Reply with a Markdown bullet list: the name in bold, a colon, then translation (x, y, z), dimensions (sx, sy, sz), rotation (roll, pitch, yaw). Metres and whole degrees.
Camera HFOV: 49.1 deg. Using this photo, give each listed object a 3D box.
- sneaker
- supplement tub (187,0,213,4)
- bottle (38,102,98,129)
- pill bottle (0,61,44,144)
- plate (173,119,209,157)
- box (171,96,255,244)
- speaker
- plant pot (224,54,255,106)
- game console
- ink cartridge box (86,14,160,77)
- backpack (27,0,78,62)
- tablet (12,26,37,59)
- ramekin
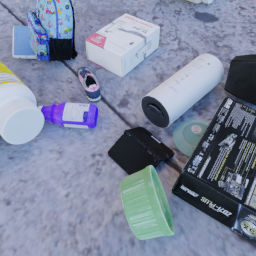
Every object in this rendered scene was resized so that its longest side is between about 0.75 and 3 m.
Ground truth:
- **sneaker**: translation (-1.341, -1.703, 9.620), dimensions (0.607, 0.710, 1.731), rotation (-19, 53, -15)
- **supplement tub**: translation (2.928, -7.109, 13.299), dimensions (2.641, 1.915, 1.915), rotation (27, 56, 20)
- **bottle**: translation (-1.854, -0.407, 8.614), dimensions (1.817, 0.593, 0.759), rotation (3, 62, 4)
- **pill bottle**: translation (-3.753, -0.831, 8.245), dimensions (1.633, 1.633, 2.934), rotation (-34, 56, -25)
- **plate**: translation (2.091, 0.257, 8.347), dimensions (1.499, 0.191, 1.499), rotation (0, 51, 0)
- **box**: translation (2.807, 0.904, 7.007), dimensions (2.326, 1.223, 2.841), rotation (29, 56, 14)
- **speaker**: translation (1.774, -1.235, 8.923), dimensions (1.187, 1.187, 2.923), rotation (37, 59, 26)
- **plant pot**: translation (3.868, -1.632, 8.912), dimensions (1.268, 1.429, 1.426), rotation (16, 29, 24)
- **game console**: translation (0.378, 0.721, 8.000), dimensions (1.410, 0.821, 1.240), rotation (40, 31, 27)
- **ink cartridge box**: translation (-0.161, -3.235, 10.696), dimensions (1.757, 0.993, 2.398), rotation (31, 57, 23)
- **backpack**: translation (-2.788, -3.860, 10.243), dimensions (1.553, 2.309, 2.108), rotation (-13, 53, -24)
- **tablet**: translation (-3.898, -3.502, 11.343), dimensions (1.445, 0.152, 2.220), rotation (-4, 49, -17)
- **ramekin**: translation (0.423, 1.693, 6.270), dimensions (0.766, 1.569, 1.569), rotation (-20, 51, 9)
